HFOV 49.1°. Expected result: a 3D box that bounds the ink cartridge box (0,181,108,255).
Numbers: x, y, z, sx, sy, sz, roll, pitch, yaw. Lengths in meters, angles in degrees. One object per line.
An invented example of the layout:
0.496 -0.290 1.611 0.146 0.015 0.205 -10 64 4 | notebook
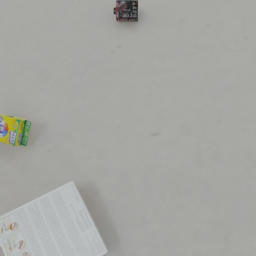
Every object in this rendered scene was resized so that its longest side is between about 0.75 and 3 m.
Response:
-2.080 2.837 7.009 2.571 0.645 2.085 -25 72 -17 | ink cartridge box

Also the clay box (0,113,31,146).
-3.689 0.022 8.492 1.423 0.339 0.818 14 95 13 | clay box

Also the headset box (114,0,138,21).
-0.085 -4.556 10.882 0.955 0.358 0.710 0 94 0 | headset box
